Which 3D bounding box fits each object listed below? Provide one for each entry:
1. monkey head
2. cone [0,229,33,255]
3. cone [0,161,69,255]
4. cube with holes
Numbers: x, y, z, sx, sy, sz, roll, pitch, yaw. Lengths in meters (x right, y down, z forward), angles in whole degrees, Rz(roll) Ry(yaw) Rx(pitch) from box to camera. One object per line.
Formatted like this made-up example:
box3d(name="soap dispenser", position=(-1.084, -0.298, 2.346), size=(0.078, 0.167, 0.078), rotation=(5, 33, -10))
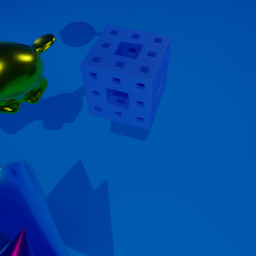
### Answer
box3d(name="monkey head", position=(-2.028, -0.947, 4.603), size=(1.824, 1.099, 1.312), rotation=(-32, 52, -24))
box3d(name="cone", position=(-0.891, 1.319, 1.962), size=(1.353, 1.353, 1.358), rotation=(19, 98, 12))
box3d(name="cone", position=(-1.114, 1.488, 3.273), size=(1.594, 1.588, 1.588), rotation=(35, 63, 9))
box3d(name="cube with holes", position=(0.007, -0.753, 4.139), size=(0.975, 0.975, 0.975), rotation=(14, 53, 12))
